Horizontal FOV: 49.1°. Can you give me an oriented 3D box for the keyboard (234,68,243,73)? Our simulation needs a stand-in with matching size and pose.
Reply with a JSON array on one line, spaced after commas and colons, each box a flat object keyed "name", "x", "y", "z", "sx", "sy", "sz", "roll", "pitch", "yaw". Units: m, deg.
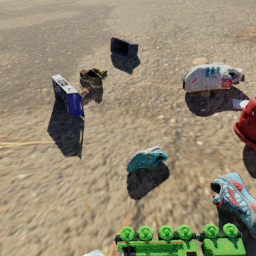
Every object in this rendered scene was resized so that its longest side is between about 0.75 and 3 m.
[{"name": "keyboard", "x": 4.488, "y": -2.913, "z": 13.785, "sx": 2.126, "sy": 0.113, "sz": 0.598, "roll": 11, "pitch": 38, "yaw": 21}]

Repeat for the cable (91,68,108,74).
[{"name": "cable", "x": -1.377, "y": -2.851, "z": 13.696, "sx": 0.971, "sy": 0.244, "sz": 0.472, "roll": 29, "pitch": 45, "yaw": 34}]

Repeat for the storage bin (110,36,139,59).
[{"name": "storage bin", "x": -0.143, "y": -4.509, "z": 15.428, "sx": 0.975, "sy": 1.057, "sz": 1.452, "roll": -20, "pitch": 40, "yaw": -41}]

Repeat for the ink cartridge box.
[{"name": "ink cartridge box", "x": -2.326, "y": -1.182, "z": 10.736, "sx": 0.410, "sy": 1.041, "sz": 2.092, "roll": -22, "pitch": 40, "yaw": -27}]

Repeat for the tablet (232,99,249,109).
[{"name": "tablet", "x": 4.753, "y": -0.928, "z": 11.212, "sx": 1.068, "sy": 0.073, "sz": 0.695, "roll": 8, "pitch": 37, "yaw": 11}]

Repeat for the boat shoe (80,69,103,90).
[{"name": "boat shoe", "x": -1.654, "y": -2.380, "z": 12.703, "sx": 0.650, "sy": 0.651, "sz": 1.759, "roll": -24, "pitch": 43, "yaw": -29}]

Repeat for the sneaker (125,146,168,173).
[{"name": "sneaker", "x": 0.560, "y": 0.962, "z": 8.264, "sx": 1.420, "sy": 0.550, "sz": 0.566, "roll": -22, "pitch": 50, "yaw": -27}]

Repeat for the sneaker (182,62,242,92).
[{"name": "sneaker", "x": 3.690, "y": -2.122, "z": 12.035, "sx": 2.860, "sy": 1.007, "sz": 1.337, "roll": -19, "pitch": 35, "yaw": -29}]

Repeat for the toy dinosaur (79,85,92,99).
[{"name": "toy dinosaur", "x": -1.764, "y": -1.510, "z": 11.778, "sx": 0.608, "sy": 0.385, "sz": 0.897, "roll": 1, "pitch": 41, "yaw": -9}]

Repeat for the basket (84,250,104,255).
[{"name": "basket", "x": -0.958, "y": 3.123, "z": 3.972, "sx": 2.581, "sy": 1.795, "sz": 2.275, "roll": 5, "pitch": 22, "yaw": -48}]

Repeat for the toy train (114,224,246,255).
[{"name": "toy train", "x": 1.107, "y": 2.561, "z": 6.048, "sx": 2.829, "sy": 0.590, "sz": 0.798, "roll": -2, "pitch": 46, "yaw": -2}]

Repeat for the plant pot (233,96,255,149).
[{"name": "plant pot", "x": 4.205, "y": -0.128, "z": 8.874, "sx": 1.411, "sy": 1.285, "sz": 1.411, "roll": 18, "pitch": 35, "yaw": -13}]

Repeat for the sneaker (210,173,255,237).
[{"name": "sneaker", "x": 2.584, "y": 1.923, "z": 6.883, "sx": 0.922, "sy": 0.765, "sz": 1.930, "roll": -10, "pitch": 28, "yaw": 1}]
